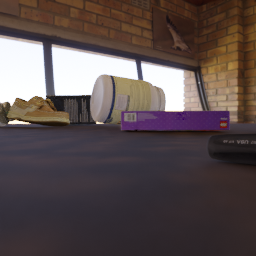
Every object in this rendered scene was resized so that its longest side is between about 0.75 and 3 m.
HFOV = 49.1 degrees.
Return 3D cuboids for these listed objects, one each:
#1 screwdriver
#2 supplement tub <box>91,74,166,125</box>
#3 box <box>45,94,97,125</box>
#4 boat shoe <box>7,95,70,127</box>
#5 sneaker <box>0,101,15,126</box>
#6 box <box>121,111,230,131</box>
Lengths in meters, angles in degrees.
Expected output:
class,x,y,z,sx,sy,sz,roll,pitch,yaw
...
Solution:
class,x,y,z,sx,sy,sz,roll,pitch,yaw
screwdriver,0.590,0.060,0.775,0.784,0.109,0.114,-3,29,41
supplement tub,-0.003,-0.694,7.474,1.758,1.275,1.275,5,-1,-23
box,-2.518,-0.784,12.660,2.114,1.333,2.150,0,1,-9
boat shoe,-2.736,-0.550,8.426,2.566,0.852,0.950,7,-5,33
sneaker,-4.502,-0.394,9.234,1.066,0.936,2.660,-18,4,-11
box,0.695,-0.111,4.576,1.590,0.311,1.088,0,1,2
